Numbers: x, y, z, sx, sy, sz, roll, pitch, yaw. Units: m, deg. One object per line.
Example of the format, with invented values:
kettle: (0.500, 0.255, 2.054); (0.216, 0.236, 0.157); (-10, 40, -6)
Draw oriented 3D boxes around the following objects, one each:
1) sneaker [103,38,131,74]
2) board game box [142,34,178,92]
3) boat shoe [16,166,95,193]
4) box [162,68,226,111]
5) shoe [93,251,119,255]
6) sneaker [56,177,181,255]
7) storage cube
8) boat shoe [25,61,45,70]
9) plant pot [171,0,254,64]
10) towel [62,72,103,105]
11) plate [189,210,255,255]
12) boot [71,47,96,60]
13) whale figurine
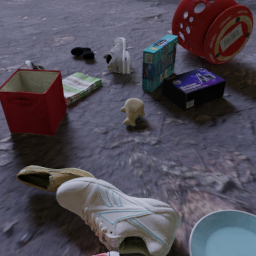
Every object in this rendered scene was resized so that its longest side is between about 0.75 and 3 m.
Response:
sneaker: (-0.577, -3.358, 12.628); (1.119, 1.019, 2.728); (-3, 36, -8)
board game box: (1.280, -2.640, 11.239); (0.496, 1.595, 2.113); (20, 41, 25)
boat shoe: (-1.694, 1.279, 6.588); (1.837, 0.658, 0.700); (3, -2, 2)
box: (2.440, -1.495, 10.439); (1.913, 0.754, 1.350); (-20, 39, -25)
shoe: (-0.523, 3.023, 4.421); (0.990, 0.778, 2.176); (-6, 32, -5)
sneaker: (-0.367, 1.845, 5.790); (2.776, 0.976, 1.113); (13, 42, 16)
storage cube: (-2.917, -0.836, 8.876); (1.469, 1.545, 1.719); (4, 36, 5)
boat shoe: (-3.634, -2.206, 11.303); (0.694, 0.750, 2.031); (-20, 38, -17)
plant pot: (3.921, -4.572, 12.862); (2.954, 2.954, 2.689); (-19, 49, -23)
towel: (-2.182, -1.660, 11.005); (1.516, 0.312, 2.032); (22, 42, 26)
plate: (2.235, 2.531, 5.446); (2.102, 0.269, 2.102); (0, 38, 0)
boot: (-2.150, -3.572, 13.502); (1.087, 0.402, 0.891); (-9, 38, -17)
whale figurine: (0.161, -0.478, 9.365); (0.837, 0.546, 1.052); (11, 62, 6)
